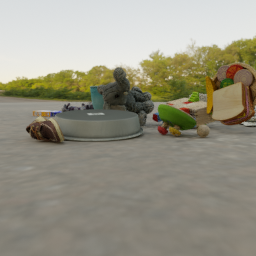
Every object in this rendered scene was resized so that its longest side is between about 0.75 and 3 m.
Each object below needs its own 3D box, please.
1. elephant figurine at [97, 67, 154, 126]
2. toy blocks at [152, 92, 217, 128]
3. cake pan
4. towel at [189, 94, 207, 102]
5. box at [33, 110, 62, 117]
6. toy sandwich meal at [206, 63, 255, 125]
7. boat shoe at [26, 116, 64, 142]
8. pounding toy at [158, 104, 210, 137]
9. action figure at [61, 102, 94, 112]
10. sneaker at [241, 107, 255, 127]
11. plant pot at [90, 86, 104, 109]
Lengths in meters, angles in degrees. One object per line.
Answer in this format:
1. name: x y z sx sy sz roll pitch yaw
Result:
1. elephant figurine: -0.359 -1.058 9.880 2.413 1.872 1.708 21 10 -45
2. toy blocks: 1.923 -0.514 9.969 1.619 1.184 2.369 -15 19 -22
3. cake pan: -0.878 -0.155 7.915 2.666 0.489 2.666 0 11 0
4. towel: 3.179 -0.871 11.769 1.647 1.091 0.284 2 12 -26
5. box: -4.311 -0.783 15.149 1.470 0.305 0.875 6 9 29
6. toy sandwich meal: 2.982 -1.032 8.293 0.672 1.962 1.962 8 0 -38
7. boat shoe: -2.054 0.095 6.731 0.591 0.592 1.642 -30 27 -28
8. pounding toy: 1.359 -0.017 7.662 1.484 0.689 1.145 29 -5 -1
9. action figure: -2.789 -1.071 15.671 2.261 0.784 1.471 1 12 39
10. sneaker: 4.475 -0.552 10.442 0.581 0.885 1.538 1 7 6
11. plant pot: -1.059 -1.289 13.935 1.662 1.561 1.662 0 7 0
